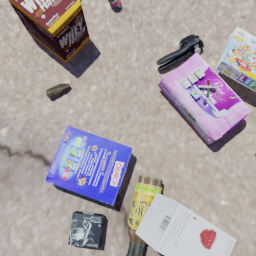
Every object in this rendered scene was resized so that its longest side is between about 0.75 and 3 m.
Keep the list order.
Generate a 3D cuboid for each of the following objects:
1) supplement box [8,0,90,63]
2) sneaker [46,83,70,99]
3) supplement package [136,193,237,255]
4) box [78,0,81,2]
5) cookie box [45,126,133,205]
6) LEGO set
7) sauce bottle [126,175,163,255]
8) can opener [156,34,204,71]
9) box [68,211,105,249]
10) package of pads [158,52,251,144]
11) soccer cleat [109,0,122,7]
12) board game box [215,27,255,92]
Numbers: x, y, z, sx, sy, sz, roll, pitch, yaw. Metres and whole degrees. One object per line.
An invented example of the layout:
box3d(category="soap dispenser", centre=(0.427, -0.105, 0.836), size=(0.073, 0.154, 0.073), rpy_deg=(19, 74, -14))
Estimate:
box3d(category="supplement box", centre=(-2.608, -3.733, 9.632), size=(2.026, 2.054, 1.364), rpy_deg=(39, 80, 8))
box3d(category="sneaker", centre=(-2.486, -1.328, 10.000), size=(0.892, 0.337, 0.314), rpy_deg=(-21, 46, -19))
box3d(category="supplement package", centre=(1.656, 3.109, 8.035), size=(2.264, 1.356, 1.373), rpy_deg=(35, 77, -18))
box3d(category="box", centre=(-2.005, -5.429, 11.030), size=(0.759, 0.099, 0.928), rpy_deg=(32, 79, 7))
box3d(category="cookie box", centre=(-1.209, 1.243, 9.120), size=(2.263, 0.850, 1.935), rpy_deg=(19, 78, 4))
box3d(category="LEGO set", centre=(2.300, -1.315, 8.992), size=(0.808, 0.265, 1.081), rpy_deg=(-36, 72, -4))
box3d(category="sauce bottle", centre=(0.469, 2.840, 8.763), size=(0.864, 0.864, 2.671), rpy_deg=(11, 77, 2))
box3d(category="can opener", centre=(1.903, -2.669, 10.195), size=(1.969, 0.624, 0.774), rpy_deg=(-36, 37, -5))
box3d(category="box", centre=(-1.294, 3.184, 8.821), size=(0.981, 0.608, 0.965), rpy_deg=(6, 79, 1))
box3d(category="package of pads", centre=(2.553, -1.030, 9.526), size=(1.696, 1.065, 2.815), rpy_deg=(-38, 80, -8))
box3d(category="soccer cleat", centre=(-0.633, -5.213, 10.859), size=(0.463, 0.496, 1.356), rpy_deg=(-34, 61, 18))
box3d(category="board game box", centre=(4.570, -2.073, 9.594), size=(2.789, 0.477, 1.875), rpy_deg=(30, 62, 0))
